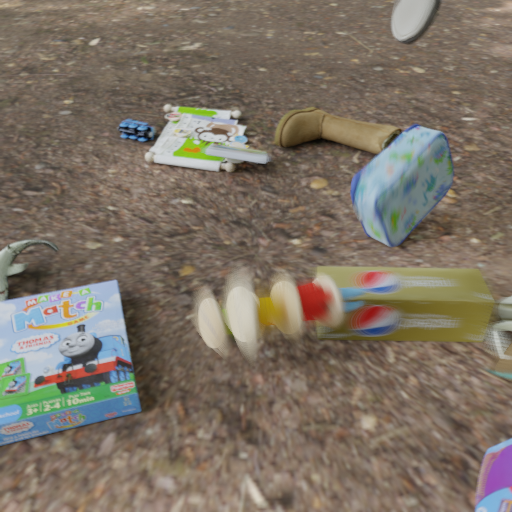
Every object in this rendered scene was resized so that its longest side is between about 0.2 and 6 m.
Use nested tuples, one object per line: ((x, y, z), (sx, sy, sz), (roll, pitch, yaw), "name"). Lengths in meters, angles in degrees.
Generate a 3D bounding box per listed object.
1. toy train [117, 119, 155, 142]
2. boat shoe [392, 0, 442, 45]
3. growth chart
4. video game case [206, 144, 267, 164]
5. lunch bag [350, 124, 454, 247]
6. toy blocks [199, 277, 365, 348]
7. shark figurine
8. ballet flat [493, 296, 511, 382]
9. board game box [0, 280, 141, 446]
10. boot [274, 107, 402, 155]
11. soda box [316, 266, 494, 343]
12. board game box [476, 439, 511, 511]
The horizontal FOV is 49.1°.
((-3.228, -3.422, 15.231), (1.057, 0.458, 0.604), (14, 32, 18), "toy train")
((3.303, -5.020, 11.010), (0.921, 0.785, 2.756), (-18, 47, 43), "boat shoe")
((-1.487, -3.208, 15.058), (2.641, 0.324, 3.649), (3, 37, 2), "growth chart")
((-0.448, -2.482, 13.555), (1.415, 0.162, 1.288), (8, 17, -1), "video game case")
((2.866, -1.324, 10.911), (2.131, 1.713, 0.878), (-45, 44, -11), "lunch bag")
((0.401, 0.770, 8.033), (2.004, 0.728, 1.670), (-5, -10, -31), "toy blocks")
((-4.474, 0.121, 10.268), (0.993, 0.694, 1.663), (38, 49, -6), "shark figurine")
((4.237, 1.109, 8.822), (0.879, 0.824, 2.431), (2, 37, 33), "ballet flat")
((-2.910, 1.464, 8.452), (1.955, 0.473, 2.584), (-11, 37, -14), "board game box")
((2.125, -3.153, 14.507), (2.639, 0.873, 2.311), (24, 42, 27), "boot")
((2.309, 0.772, 9.037), (2.665, 0.902, 0.853), (0, 36, 0), "soda box")
((4.555, 2.756, 5.390), (4.541, 0.884, 3.587), (-18, 46, -9), "board game box")
